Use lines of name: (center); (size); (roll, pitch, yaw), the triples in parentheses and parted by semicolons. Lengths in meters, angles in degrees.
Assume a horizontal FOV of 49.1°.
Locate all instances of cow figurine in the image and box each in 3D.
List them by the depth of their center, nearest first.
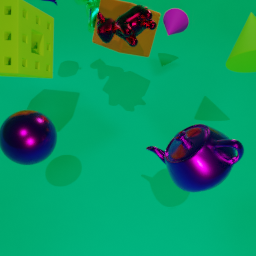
cow figurine: (-0.098, -2.212, 5.925); (1.149, 0.631, 1.131); (-39, 56, 3)
cow figurine: (-0.833, -3.443, 7.951); (1.445, 1.422, 0.793); (5, 6, -8)

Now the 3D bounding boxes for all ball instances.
ball: (-1.664, 0.157, 4.691); (0.927, 0.927, 0.927); (0, 42, 0)

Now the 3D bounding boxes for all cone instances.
cone: (2.617, -1.909, 5.865); (1.132, 1.132, 1.136); (1, 79, 1)
cone: (1.501, -3.401, 9.527); (0.924, 0.924, 0.927); (15, 54, 16)

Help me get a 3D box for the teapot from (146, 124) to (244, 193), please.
teapot: (0.951, 0.384, 4.156); (1.686, 0.826, 1.049); (-14, 35, 53)

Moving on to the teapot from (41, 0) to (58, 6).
teapot: (-2.261, -3.791, 6.924); (0.901, 1.840, 1.144); (-3, 62, 3)

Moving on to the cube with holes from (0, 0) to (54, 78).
cube with holes: (-2.513, -1.798, 5.901); (1.353, 1.353, 1.353); (4, 7, 12)

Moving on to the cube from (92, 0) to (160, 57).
cube: (-0.055, -2.572, 7.217); (1.131, 1.131, 1.131); (-7, 29, -46)
